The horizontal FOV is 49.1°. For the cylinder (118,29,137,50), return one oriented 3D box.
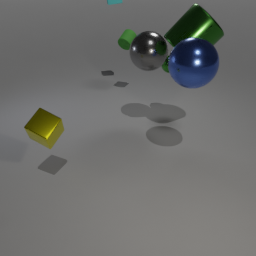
[{"bbox_3d":[-0.031,-4.226,13.390,0.700,0.700,0.700,16,62,27],"label":"cylinder"}]

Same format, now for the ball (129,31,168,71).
[{"bbox_3d":[0.750,-2.771,10.140,1.400,1.400,1.400,0,29,0],"label":"ball"}]

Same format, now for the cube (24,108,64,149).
[{"bbox_3d":[-2.223,0.019,7.524,0.700,0.700,0.700,27,64,8],"label":"cube"}]

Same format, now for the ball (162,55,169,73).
[{"bbox_3d":[1.680,-2.542,11.170,0.700,0.700,0.700,0,29,0],"label":"ball"}]

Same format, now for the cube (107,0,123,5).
[{"bbox_3d":[-0.683,-6.397,13.549,0.700,0.700,0.700,-9,28,-3],"label":"cube"}]

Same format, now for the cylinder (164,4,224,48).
[{"bbox_3d":[2.146,-3.036,9.194,1.400,1.400,1.400,40,20,-18],"label":"cylinder"}]

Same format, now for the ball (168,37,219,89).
[{"bbox_3d":[1.825,-1.807,7.840,1.400,1.400,1.400,0,29,0],"label":"ball"}]
